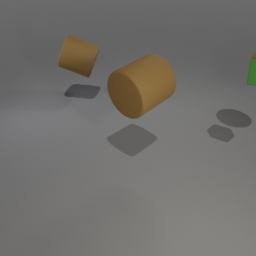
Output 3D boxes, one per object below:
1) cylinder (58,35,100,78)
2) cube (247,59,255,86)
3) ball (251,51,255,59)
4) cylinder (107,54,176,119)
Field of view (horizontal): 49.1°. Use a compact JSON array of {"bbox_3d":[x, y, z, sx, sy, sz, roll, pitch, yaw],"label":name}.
[{"bbox_3d":[-2.099,-3.063,12.029,1.400,1.400,1.400,20,31,-9],"label":"cylinder"},{"bbox_3d":[3.832,-1.554,7.848,0.700,0.700,0.700,14,20,35],"label":"cube"},{"bbox_3d":[4.691,-2.050,9.048,1.400,1.400,1.400,0,32,0],"label":"ball"},{"bbox_3d":[0.384,-1.172,7.808,1.400,1.400,1.400,28,48,37],"label":"cylinder"}]
